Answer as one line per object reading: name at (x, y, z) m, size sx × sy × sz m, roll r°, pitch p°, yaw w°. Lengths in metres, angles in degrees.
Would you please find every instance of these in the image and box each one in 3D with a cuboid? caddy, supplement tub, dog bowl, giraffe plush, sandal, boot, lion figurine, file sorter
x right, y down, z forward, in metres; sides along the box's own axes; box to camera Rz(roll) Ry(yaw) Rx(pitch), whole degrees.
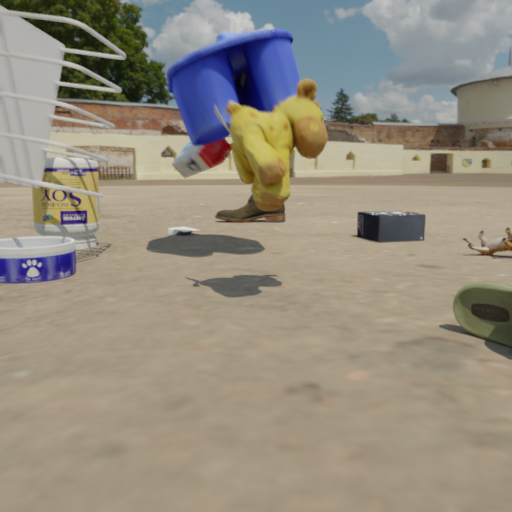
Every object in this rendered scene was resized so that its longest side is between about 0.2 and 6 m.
caddy at (-0.465, -3.384, 10.940) m, size 2.430 × 1.804 × 3.438 m, roll -17°, pitch 7°, yaw -7°
supplement tub at (-4.298, -1.204, 12.689) m, size 1.460 × 2.008 × 1.460 m, roll 0°, pitch 9°, yaw 0°
dog bowl at (-3.830, 0.045, 9.504) m, size 1.479 × 0.582 × 1.479 m, roll -1°, pitch 9°, yaw 0°
giraffe plush at (0.369, -1.583, 7.522) m, size 1.311 × 1.617 × 1.395 m, roll -25°, pitch -6°, yaw -10°
sandal at (2.687, 0.642, 5.441) m, size 0.566 × 0.787 × 1.982 m, roll 0°, pitch -2°, yaw -32°
boot at (-0.195, -1.667, 18.279) m, size 2.313 × 1.121 × 0.864 m, roll 0°, pitch 9°, yaw -2°
lion figurine at (4.946, -0.206, 11.384) m, size 1.273 × 0.461 × 0.780 m, roll 1°, pitch -27°, yaw 48°
file sorter at (-3.662, -2.625, 10.064) m, size 1.801 × 2.892 × 2.007 m, roll 11°, pitch 3°, yaw 14°

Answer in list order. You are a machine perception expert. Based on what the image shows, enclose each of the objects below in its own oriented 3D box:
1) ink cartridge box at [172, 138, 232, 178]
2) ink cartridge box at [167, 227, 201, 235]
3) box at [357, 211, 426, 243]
ink cartridge box at (-1.193, -2.370, 12.906) m, size 1.430 × 0.481 × 0.831 m, roll -11°, pitch 40°, yaw 45°
ink cartridge box at (-1.934, -0.640, 15.059) m, size 0.725 × 0.182 × 0.583 m, roll 15°, pitch 17°, yaw 42°
box at (3.384, -0.758, 14.107) m, size 1.298 × 0.676 × 1.182 m, roll -3°, pitch 11°, yaw -17°
